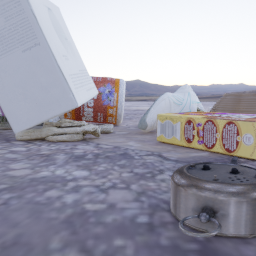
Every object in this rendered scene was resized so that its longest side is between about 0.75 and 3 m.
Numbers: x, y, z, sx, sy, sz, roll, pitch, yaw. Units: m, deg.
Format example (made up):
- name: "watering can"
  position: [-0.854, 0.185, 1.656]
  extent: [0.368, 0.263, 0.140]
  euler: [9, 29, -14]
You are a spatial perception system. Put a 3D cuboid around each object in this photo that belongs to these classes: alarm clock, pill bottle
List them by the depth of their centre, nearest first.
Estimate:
- name: "alarm clock"
  position: [0.769, 0.579, 2.357]
  extent: [0.914, 0.451, 1.355]
  euler: [4, 11, 30]
- name: "pill bottle"
  position: [-1.615, -1.035, 9.893]
  extent: [2.959, 1.660, 1.660]
  euler: [4, 6, -3]

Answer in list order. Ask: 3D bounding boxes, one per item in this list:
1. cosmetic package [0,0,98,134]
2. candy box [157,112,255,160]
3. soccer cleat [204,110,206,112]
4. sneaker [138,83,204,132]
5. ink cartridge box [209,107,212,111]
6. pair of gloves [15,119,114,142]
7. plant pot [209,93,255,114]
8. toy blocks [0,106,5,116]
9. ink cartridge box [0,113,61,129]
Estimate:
- name: "cosmetic package"
  position: [-2.210, -1.627, 7.008]
  extent: [1.678, 2.729, 2.721]
  euler: [-24, 10, 8]
- name: "candy box"
  position: [1.890, 0.051, 5.694]
  extent: [1.406, 0.680, 2.409]
  euler: [-5, 7, -36]
- name: "soccer cleat"
  position: [2.225, -0.420, 10.004]
  extent: [0.518, 0.580, 1.495]
  euler: [3, 4, -36]
- name: "sneaker"
  position: [1.427, -0.472, 8.387]
  extent: [2.885, 1.156, 1.015]
  euler: [-30, -16, -43]
- name: "ink cartridge box"
  position: [4.895, -0.913, 15.056]
  extent: [0.722, 0.419, 0.997]
  euler: [6, 9, 43]
- name: "pair of gloves"
  position: [-1.505, -0.006, 7.354]
  extent: [1.992, 0.411, 2.343]
  euler: [1, 6, 10]
- name: "plant pot"
  position: [3.402, -0.452, 8.094]
  extent: [2.461, 1.136, 2.461]
  euler: [-1, 8, 0]
- name: "toy blocks"
  position: [-4.462, -1.332, 7.905]
  extent: [2.679, 2.413, 2.867]
  euler: [-12, 4, 15]
- name: "ink cartridge box"
  position: [-3.151, -0.317, 9.612]
  extent: [1.715, 0.506, 2.142]
  euler: [1, 8, 5]
